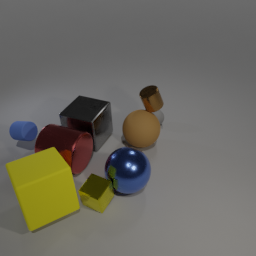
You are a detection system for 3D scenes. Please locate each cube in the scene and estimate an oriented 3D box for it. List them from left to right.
[{"bbox_3d":[-2.320,1.593,7.630,1.400,1.400,1.400,-20,29,-25],"label":"cube"},{"bbox_3d":[-1.518,-0.190,10.527,1.400,1.400,1.400,14,41,20],"label":"cube"},{"bbox_3d":[-0.888,1.860,8.001,0.700,0.700,0.700,17,47,24],"label":"cube"}]

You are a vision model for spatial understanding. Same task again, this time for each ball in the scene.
[{"bbox_3d":[-0.008,1.256,8.398,1.400,1.400,1.400,0,33,0],"label":"ball"},{"bbox_3d":[0.490,0.021,10.297,1.400,1.400,1.400,0,33,0],"label":"ball"},{"bbox_3d":[1.156,-0.441,11.654,0.700,0.700,0.700,0,33,0],"label":"ball"}]

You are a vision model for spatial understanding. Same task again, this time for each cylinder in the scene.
[{"bbox_3d":[-3.726,0.107,10.001,0.700,0.700,0.700,2,30,32],"label":"cylinder"},{"bbox_3d":[-2.096,0.673,9.289,1.400,1.400,1.400,13,35,19],"label":"cylinder"},{"bbox_3d":[0.835,-1.033,9.925,0.700,0.700,0.700,-17,40,14],"label":"cylinder"}]
